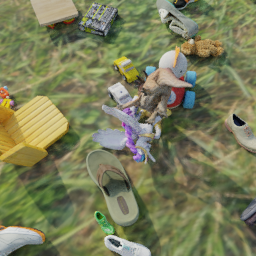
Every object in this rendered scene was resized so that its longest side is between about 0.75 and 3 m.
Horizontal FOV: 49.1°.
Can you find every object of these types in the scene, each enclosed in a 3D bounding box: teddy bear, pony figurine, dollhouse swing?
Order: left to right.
[{"bbox_3d":[-3.137,-0.196,8.407,1.772,1.832,2.016,-44,68,2],"label":"dollhouse swing"},{"bbox_3d":[0.156,-0.040,8.474,2.027,1.748,2.099,26,50,3],"label":"pony figurine"},{"bbox_3d":[2.821,-3.078,10.537,1.583,0.529,1.148,16,61,8],"label":"teddy bear"}]

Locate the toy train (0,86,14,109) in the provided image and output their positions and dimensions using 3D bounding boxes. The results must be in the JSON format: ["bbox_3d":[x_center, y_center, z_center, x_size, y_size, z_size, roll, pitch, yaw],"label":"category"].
[{"bbox_3d":[-4.385,-0.785,9.424,0.971,0.360,1.293,32,63,17],"label":"toy train"}]

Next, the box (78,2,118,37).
[{"bbox_3d":[-1.189,-4.421,11.366,1.156,0.320,1.443,18,63,10],"label":"box"}]

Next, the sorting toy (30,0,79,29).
[{"bbox_3d":[-2.958,-4.729,11.404,1.545,0.538,1.536,-21,64,-11],"label":"sorting toy"}]

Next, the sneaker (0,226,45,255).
[{"bbox_3d":[-3.088,3.008,7.257,1.916,0.725,0.881,0,69,8],"label":"sneaker"}]

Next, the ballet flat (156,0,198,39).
[{"bbox_3d":[1.762,-4.318,11.076,0.730,0.772,2.291,-41,69,-12],"label":"ballet flat"}]

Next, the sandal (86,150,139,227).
[{"bbox_3d":[-0.403,1.508,7.848,0.990,0.711,2.493,-24,54,-15],"label":"sandal"}]

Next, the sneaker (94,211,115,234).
[{"bbox_3d":[-0.670,2.585,7.619,0.279,0.315,0.754,-40,68,-18],"label":"sneaker"}]

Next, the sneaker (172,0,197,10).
[{"bbox_3d":[2.472,-5.557,11.777,1.468,0.661,0.513,-32,66,-16],"label":"sneaker"}]

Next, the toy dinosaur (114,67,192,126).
[{"bbox_3d":[0.766,-1.105,7.823,1.133,2.639,1.789,38,57,-11],"label":"toy dinosaur"}]

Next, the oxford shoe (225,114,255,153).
[{"bbox_3d":[3.641,0.160,8.793,0.510,0.531,1.440,-33,67,-16],"label":"oxford shoe"}]

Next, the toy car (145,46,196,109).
[{"bbox_3d":[1.405,-1.723,9.037,1.733,1.880,1.663,8,62,5],"label":"toy car"}]

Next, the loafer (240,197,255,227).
[{"bbox_3d":[4.224,1.889,7.684,2.628,0.945,0.828,-35,71,-20],"label":"loafer"}]

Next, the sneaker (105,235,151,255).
[{"bbox_3d":[-0.023,3.109,7.203,1.260,0.557,0.474,16,62,8],"label":"sneaker"}]

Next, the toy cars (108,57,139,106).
[{"bbox_3d":[-0.149,-1.670,9.785,1.035,0.511,2.308,7,62,4],"label":"toy cars"}]
